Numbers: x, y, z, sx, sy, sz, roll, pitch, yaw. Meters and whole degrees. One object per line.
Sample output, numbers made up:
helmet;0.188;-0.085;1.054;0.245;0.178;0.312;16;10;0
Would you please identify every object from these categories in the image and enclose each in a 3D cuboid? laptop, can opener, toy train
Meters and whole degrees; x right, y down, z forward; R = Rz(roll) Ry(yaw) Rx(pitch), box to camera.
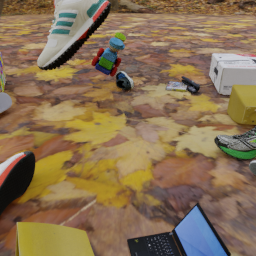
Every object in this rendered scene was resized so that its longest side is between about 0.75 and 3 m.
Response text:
laptop;0.759;1.995;4.656;1.351;0.698;1.197;-6;27;-11
can opener;2.765;-1.997;12.529;0.507;0.409;1.290;-11;40;-19
toy train;-0.512;-3.062;10.646;0.964;1.317;2.277;28;39;-10

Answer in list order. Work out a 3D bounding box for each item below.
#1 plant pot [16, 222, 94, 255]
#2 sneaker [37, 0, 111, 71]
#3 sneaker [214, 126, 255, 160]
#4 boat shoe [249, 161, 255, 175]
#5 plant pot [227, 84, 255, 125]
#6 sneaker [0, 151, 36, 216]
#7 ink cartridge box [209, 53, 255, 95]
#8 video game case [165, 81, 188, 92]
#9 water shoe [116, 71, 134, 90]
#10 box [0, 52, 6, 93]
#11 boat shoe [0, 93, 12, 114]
plant pot;-1.050;2.122;4.055;1.026;1.163;1.163;0;25;-24
sneaker;-1.740;-2.822;7.759;2.667;1.247;0.939;-47;4;0
sneaker;3.481;0.263;7.722;2.245;0.956;0.876;-3;28;-4
boat shoe;3.544;1.039;6.849;1.130;0.416;0.362;12;23;14
plant pot;4.116;-0.695;9.460;1.153;1.146;1.180;3;33;6
sneaker;-3.142;1.280;5.761;1.501;0.935;2.801;7;31;8
ink cartridge box;5.030;-2.513;12.801;2.075;1.204;2.877;3;27;6
video game case;2.248;-1.906;12.807;0.916;0.129;1.013;7;28;14
water shoe;-0.312;-2.200;12.892;0.631;0.572;1.599;-14;30;-24
box;-6.648;-2.277;12.109;2.273;1.440;2.360;-8;29;-16
boat shoe;-5.090;-0.513;9.567;0.833;0.846;2.387;-17;21;30
